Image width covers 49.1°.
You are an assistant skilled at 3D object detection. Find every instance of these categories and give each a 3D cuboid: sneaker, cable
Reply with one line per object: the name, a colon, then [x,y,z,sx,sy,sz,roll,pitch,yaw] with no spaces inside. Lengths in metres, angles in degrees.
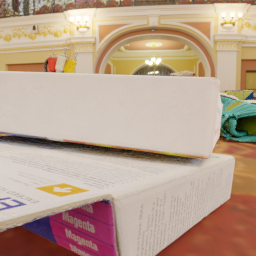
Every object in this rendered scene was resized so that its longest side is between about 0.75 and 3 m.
sneaker: [2.385,-0.215,6.565,2.859,1.108,1.139,6,18,42]
cable: [-2.307,-1.301,8.860,1.207,2.485,0.625,12,1,14]

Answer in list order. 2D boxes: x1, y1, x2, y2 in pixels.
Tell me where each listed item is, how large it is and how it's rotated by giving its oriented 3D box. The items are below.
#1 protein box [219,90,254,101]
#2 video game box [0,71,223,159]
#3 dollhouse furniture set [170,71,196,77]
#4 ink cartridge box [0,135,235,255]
protein box: [3.187,-0.534,8.394,0.803,1.181,1.190,1,7,11]
video game box: [-0.335,-0.216,3.671,2.963,0.693,2.699,6,5,20]
dollhouse furniture set: [2.103,-1.773,14.372,2.528,1.781,1.771,-12,15,-1]
ink cartridge box: [-0.671,0.414,2.510,2.505,0.553,2.552,6,4,36]
